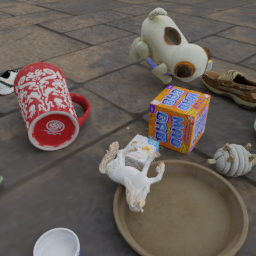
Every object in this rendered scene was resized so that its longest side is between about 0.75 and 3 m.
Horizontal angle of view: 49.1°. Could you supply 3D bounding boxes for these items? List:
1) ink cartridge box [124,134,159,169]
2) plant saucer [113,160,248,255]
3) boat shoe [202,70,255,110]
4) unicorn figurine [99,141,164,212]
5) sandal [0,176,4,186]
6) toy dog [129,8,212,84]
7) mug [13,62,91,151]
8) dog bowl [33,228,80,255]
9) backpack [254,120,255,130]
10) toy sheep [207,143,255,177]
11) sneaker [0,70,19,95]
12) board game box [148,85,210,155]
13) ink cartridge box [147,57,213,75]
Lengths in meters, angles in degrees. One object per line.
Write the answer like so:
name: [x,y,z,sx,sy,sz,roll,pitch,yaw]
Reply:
ink cartridge box: [0.269,0.753,7.589,0.716,0.422,1.243,18,40,23]
plant saucer: [1.101,1.787,6.163,2.860,0.421,2.860,0,36,0]
boat shoe: [3.971,-1.687,10.482,1.012,0.988,2.676,-22,41,-27]
unicorn figurine: [0.135,1.061,6.310,2.080,0.768,1.428,12,52,48]
sandal: [-3.967,1.212,6.838,1.923,0.549,0.764,11,37,14]
toy dog: [1.815,-2.960,10.715,1.974,2.743,2.830,-32,66,-29]
mug: [-2.226,-0.740,8.627,2.300,1.728,2.591,-14,41,-16]
dog bowl: [-1.350,2.388,5.393,0.851,0.335,0.851,0,36,0]
backpack: [5.209,-0.401,7.703,2.598,2.266,2.956,-35,43,-31]
toy sheep: [2.643,0.810,7.112,1.329,0.916,0.916,4,35,-8]
sneaker: [-4.412,-2.012,11.158,0.702,0.762,1.904,16,37,23]
board game box: [1.484,-0.277,8.238,1.321,1.322,1.320,20,40,25]
ink cartridge box: [2.263,-3.203,12.999,2.413,0.567,2.385,-7,37,-12]
